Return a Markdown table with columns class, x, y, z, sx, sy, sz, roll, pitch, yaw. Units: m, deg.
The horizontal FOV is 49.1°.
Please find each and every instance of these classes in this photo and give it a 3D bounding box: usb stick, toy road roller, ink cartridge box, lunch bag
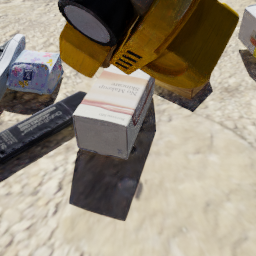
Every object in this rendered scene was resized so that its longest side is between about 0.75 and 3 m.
| class | x | y | z | sx | sy | sz | roll | pitch | yaw |
| --- | --- | --- | --- | --- | --- | --- | --- | --- | --- |
| usb stick | -2.008 | -0.090 | 6.776 | 2.845 | 0.464 | 0.789 | -34 | 60 | -30 |
| toy road roller | 0.182 | -1.217 | 3.401 | 1.668 | 2.285 | 1.404 | 33 | 82 | -13 |
| ink cartridge box | 5.184 | -2.717 | 8.672 | 2.164 | 1.244 | 2.982 | -13 | 51 | -6 |
| lunch bag | -2.623 | -1.559 | 7.996 | 1.181 | 0.886 | 1.393 | 9 | 50 | 8 |

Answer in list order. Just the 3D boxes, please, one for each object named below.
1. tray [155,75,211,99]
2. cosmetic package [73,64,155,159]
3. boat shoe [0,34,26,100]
| class | x | y | z | sx | sy | sz | roll | pitch | yaw |
| --- | --- | --- | --- | --- | --- | --- | --- | --- | --- |
| tray | 1.164 | -1.785 | 8.532 | 2.419 | 0.448 | 1.193 | 30 | 52 | 26 |
| cosmetic package | -0.220 | -0.597 | 6.833 | 1.292 | 1.090 | 2.499 | 11 | 45 | 11 |
| boat shoe | -3.808 | -1.896 | 8.226 | 0.959 | 1.037 | 2.809 | 12 | 53 | -6 |
